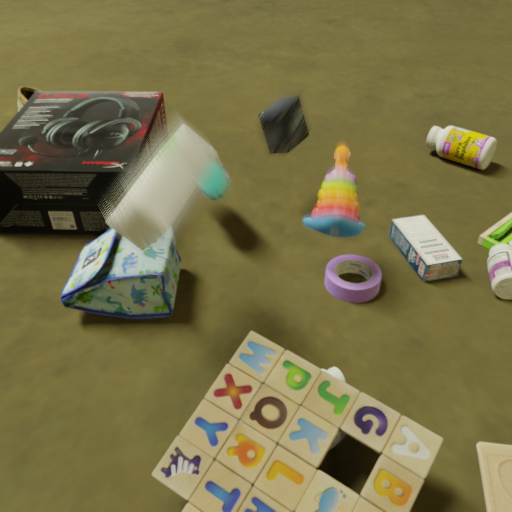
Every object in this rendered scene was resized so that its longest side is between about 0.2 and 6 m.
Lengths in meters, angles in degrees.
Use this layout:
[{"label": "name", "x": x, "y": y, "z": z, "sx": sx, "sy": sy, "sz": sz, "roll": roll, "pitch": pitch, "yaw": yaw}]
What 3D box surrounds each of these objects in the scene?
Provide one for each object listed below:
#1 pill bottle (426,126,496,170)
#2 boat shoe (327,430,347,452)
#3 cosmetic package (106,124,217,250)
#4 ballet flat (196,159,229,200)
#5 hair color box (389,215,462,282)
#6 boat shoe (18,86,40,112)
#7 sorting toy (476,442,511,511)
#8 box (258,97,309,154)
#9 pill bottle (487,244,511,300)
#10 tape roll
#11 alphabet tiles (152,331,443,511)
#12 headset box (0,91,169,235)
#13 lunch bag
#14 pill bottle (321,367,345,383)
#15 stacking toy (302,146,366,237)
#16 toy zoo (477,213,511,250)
[{"label": "pill bottle", "x": 4.611, "y": -2.494, "z": 12.670, "sx": 1.406, "sy": 0.733, "sz": 0.733, "roll": 26, "pitch": 45, "yaw": 30}, {"label": "boat shoe", "x": 0.157, "y": 2.186, "z": 6.668, "sx": 2.253, "sy": 0.811, "sz": 0.699, "roll": -21, "pitch": 45, "yaw": -20}, {"label": "cosmetic package", "x": -1.177, "y": -0.873, "z": 7.130, "sx": 0.622, "sy": 0.789, "sz": 1.466, "roll": 40, "pitch": 52, "yaw": -16}, {"label": "ballet flat", "x": -0.864, "y": -1.470, "z": 10.263, "sx": 0.650, "sy": 0.650, "sz": 1.751, "roll": -16, "pitch": 45, "yaw": -19}, {"label": "hair color box", "x": 2.973, "y": -0.155, "z": 9.950, "sx": 0.681, "sy": 0.412, "sz": 1.362, "roll": -9, "pitch": 39, "yaw": -11}, {"label": "boat shoe", "x": -5.046, "y": -3.584, "z": 13.942, "sx": 2.618, "sy": 0.869, "sz": 0.969, "roll": 20, "pitch": 42, "yaw": 24}, {"label": "sorting toy", "x": 3.903, "y": 2.995, "z": 5.949, "sx": 2.771, "sy": 0.408, "sz": 2.048, "roll": 3, "pitch": 33, "yaw": 10}, {"label": "box", "x": 0.522, "y": -2.423, "z": 10.401, "sx": 0.462, "sy": 0.787, "sz": 0.774, "roll": 4, "pitch": 36, "yaw": 38}, {"label": "pill bottle", "x": 4.170, "y": 0.235, "z": 9.362, "sx": 0.542, "sy": 0.542, "sz": 0.965, "roll": 7, "pitch": 39, "yaw": 9}, {"label": "tape roll", "x": 1.616, "y": 0.372, "z": 9.379, "sx": 0.919, "sy": 0.301, "sz": 0.919, "roll": 0, "pitch": 37, "yaw": 0}, {"label": "alphabet tiles", "x": 0.182, "y": 2.549, "z": 5.878, "sx": 2.518, "sy": 0.114, "sz": 3.013, "roll": 27, "pitch": 63, "yaw": 19}, {"label": "headset box", "x": -3.503, "y": -2.135, "z": 11.586, "sx": 2.920, "sy": 1.515, "sz": 3.923, "roll": 1, "pitch": 40, "yaw": 2}, {"label": "lunch bag", "x": -2.143, "y": 0.234, "z": 8.984, "sx": 1.676, "sy": 1.068, "sz": 1.425, "roll": -5, "pitch": 35, "yaw": 4}, {"label": "pill bottle", "x": 0.796, "y": 1.778, "z": 7.485, "sx": 0.762, "sy": 0.428, "sz": 0.428, "roll": -20, "pitch": 42, "yaw": -23}, {"label": "stacking toy", "x": 1.320, "y": -1.075, "z": 9.000, "sx": 0.791, "sy": 1.442, "sz": 0.837, "roll": 17, "pitch": -15, "yaw": -41}, {"label": "toy zoo", "x": 5.182, "y": -0.107, "z": 10.066, "sx": 1.263, "sy": 0.197, "sz": 1.925, "roll": -29, "pitch": 47, "yaw": -32}]
